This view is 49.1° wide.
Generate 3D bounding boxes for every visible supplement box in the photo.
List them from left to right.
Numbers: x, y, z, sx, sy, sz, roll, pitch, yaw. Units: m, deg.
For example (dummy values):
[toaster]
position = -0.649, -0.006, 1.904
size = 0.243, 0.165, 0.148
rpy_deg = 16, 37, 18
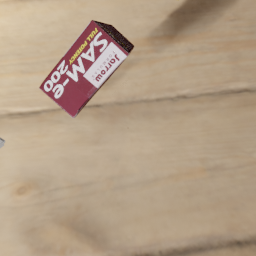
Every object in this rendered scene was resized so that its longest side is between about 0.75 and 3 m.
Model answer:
[supplement box]
position = -0.603, -1.214, 5.260
size = 0.758, 2.490, 1.355
rpy_deg = 40, 105, -11

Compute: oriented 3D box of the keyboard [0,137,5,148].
[keyboard]
position = -3.155, 0.784, 4.910
size = 0.584, 0.111, 2.075
rpy_deg = 24, 53, 33
